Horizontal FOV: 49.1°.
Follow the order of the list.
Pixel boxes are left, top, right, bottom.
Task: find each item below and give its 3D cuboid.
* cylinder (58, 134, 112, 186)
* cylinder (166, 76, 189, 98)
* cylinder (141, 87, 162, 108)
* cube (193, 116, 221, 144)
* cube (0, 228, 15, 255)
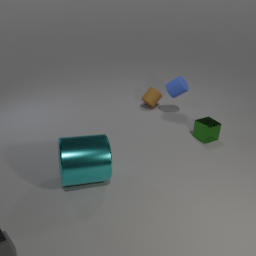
[{"bbox_3d":[-1.285,0.919,8.193,1.400,1.400,1.400,-4,30,-16],"label":"cylinder"},{"bbox_3d":[2.059,-1.708,11.725,0.700,0.700,0.700,-28,16,31],"label":"cylinder"},{"bbox_3d":[1.089,-1.408,12.811,0.700,0.700,0.700,-52,45,-2],"label":"cylinder"},{"bbox_3d":[2.951,0.074,10.504,0.700,0.700,0.700,-14,33,-25],"label":"cube"},{"bbox_3d":[-2.953,2.616,6.019,0.700,0.700,0.700,-29,40,-32],"label":"cube"}]
